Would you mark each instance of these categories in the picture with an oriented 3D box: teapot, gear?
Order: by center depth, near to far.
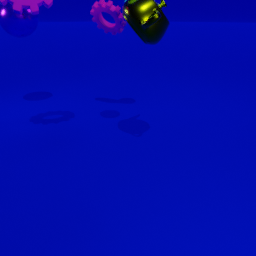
[{"bbox_3d":[-2.227,-3.208,5.991,1.449,1.449,0.268,-7,8,-16],"label":"gear"},{"bbox_3d":[0.443,-2.394,5.999,0.861,1.093,1.759,-38,22,15],"label":"teapot"},{"bbox_3d":[-0.590,-3.303,8.408,1.100,1.100,0.203,14,63,29],"label":"gear"}]

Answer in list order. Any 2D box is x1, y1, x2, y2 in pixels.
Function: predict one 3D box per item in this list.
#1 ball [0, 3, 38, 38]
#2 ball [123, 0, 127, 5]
[{"bbox_3d":[-3.510,-3.535,8.979,1.210,1.210,1.210,0,23,0],"label":"ball"},{"bbox_3d":[0.198,-3.593,7.994,0.703,0.703,0.703,0,23,0],"label":"ball"}]
